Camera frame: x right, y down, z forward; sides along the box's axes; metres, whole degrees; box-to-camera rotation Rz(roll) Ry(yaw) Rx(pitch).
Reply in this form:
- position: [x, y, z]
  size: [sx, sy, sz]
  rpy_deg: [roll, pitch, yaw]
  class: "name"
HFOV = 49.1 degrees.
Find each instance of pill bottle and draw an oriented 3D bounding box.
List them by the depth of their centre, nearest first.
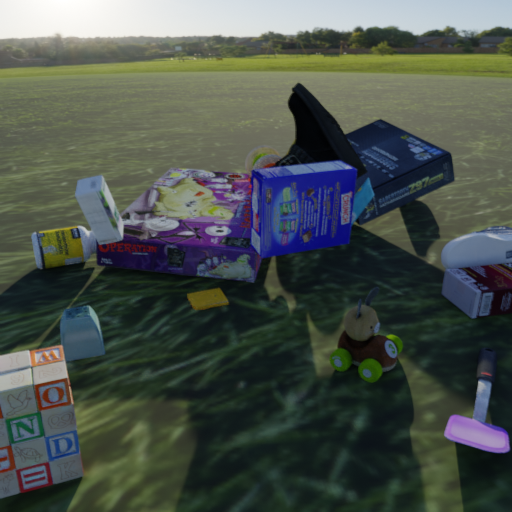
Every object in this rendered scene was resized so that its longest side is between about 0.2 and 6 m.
- position: [-3.672, -0.192, 10.977]
  size: [1.282, 0.718, 0.718]
  rpy_deg: [-11, 26, -23]
  class: "pill bottle"

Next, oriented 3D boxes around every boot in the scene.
- position: [4.400, -0.109, 10.845]
  size: [2.468, 0.898, 1.115]
  rpy_deg: [-3, 12, -19]
  class: "boot"
- position: [0.774, -2.109, 11.701]
  size: [1.089, 2.163, 2.893]
  rpy_deg: [33, 28, -49]
  class: "boot"

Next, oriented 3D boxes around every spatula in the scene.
- position: [2.882, 1.749, 7.098]
  size: [0.686, 0.249, 2.426]
  rpy_deg: [12, 26, 22]
  class: "spatula"

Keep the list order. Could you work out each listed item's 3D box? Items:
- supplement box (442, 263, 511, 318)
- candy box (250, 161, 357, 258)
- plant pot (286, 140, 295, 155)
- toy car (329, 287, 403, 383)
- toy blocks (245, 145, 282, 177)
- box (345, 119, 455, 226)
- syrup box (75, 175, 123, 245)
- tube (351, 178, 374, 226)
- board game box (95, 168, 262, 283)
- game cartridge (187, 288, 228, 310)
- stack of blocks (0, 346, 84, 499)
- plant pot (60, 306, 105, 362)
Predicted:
- position: [4.181, 0.546, 9.523]
  size: [1.711, 0.521, 0.931]
  rpy_deg: [-5, 24, -14]
  class: "supplement box"
- position: [0.817, -0.844, 9.918]
  size: [1.754, 1.483, 0.676]
  rpy_deg: [-8, 30, -17]
  class: "candy box"
- position: [1.077, -2.393, 13.519]
  size: [0.745, 0.740, 0.762]
  rpy_deg: [24, 28, -15]
  class: "plant pot"
- position: [1.552, 1.004, 7.744]
  size: [0.860, 1.091, 0.896]
  rpy_deg: [15, 28, 32]
  class: "toy car"
- position: [0.935, -1.543, 13.005]
  size: [2.130, 0.928, 2.555]
  rpy_deg: [26, 15, -24]
  class: "toy blocks"
- position: [2.925, -2.264, 14.328]
  size: [2.661, 0.861, 3.374]
  rpy_deg: [-25, 32, -6]
  class: "box"
- position: [-2.669, -0.771, 9.619]
  size: [0.461, 1.133, 0.446]
  rpy_deg: [-12, 44, 2]
  class: "syrup box"
- position: [1.979, -0.985, 10.993]
  size: [0.297, 0.456, 1.178]
  rpy_deg: [20, 59, 37]
  class: "tube"
- position: [-1.154, -0.943, 12.626]
  size: [3.097, 0.833, 5.160]
  rpy_deg: [9, 24, 4]
  class: "board game box"
- position: [-0.835, 0.747, 9.618]
  size: [0.598, 0.097, 0.527]
  rpy_deg: [-10, 25, -17]
  class: "game cartridge"
- position: [-2.985, 1.821, 5.610]
  size: [2.239, 1.289, 0.656]
  rpy_deg: [-10, 25, -20]
  class: "stack of blocks"
- position: [-2.563, 1.085, 8.169]
  size: [0.600, 0.613, 0.601]
  rpy_deg: [-7, 25, -18]
  class: "plant pot"
